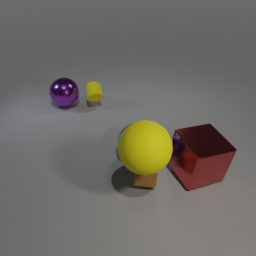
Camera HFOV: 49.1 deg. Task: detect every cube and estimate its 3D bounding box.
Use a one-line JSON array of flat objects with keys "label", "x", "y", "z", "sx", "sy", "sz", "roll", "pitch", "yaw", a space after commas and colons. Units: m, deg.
[{"label": "cube", "x": 0.573, "y": 1.402, "z": 8.847, "sx": 0.700, "sy": 0.700, "sz": 0.700, "roll": 4, "pitch": 12, "yaw": 7}, {"label": "cube", "x": 2.287, "y": 0.883, "z": 8.966, "sx": 1.400, "sy": 1.400, "sz": 1.400, "roll": -9, "pitch": 40, "yaw": -22}]

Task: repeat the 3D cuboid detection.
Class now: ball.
[{"label": "ball", "x": -3.028, "y": -1.700, "z": 13.361, "sx": 1.400, "sy": 1.400, "sz": 1.400, "roll": 0, "pitch": 32, "yaw": 0}, {"label": "ball", "x": 0.436, "y": 0.503, "z": 7.219, "sx": 1.400, "sy": 1.400, "sz": 1.400, "roll": 0, "pitch": 32, "yaw": 0}, {"label": "ball", "x": 0.335, "y": 0.504, "z": 9.803, "sx": 1.400, "sy": 1.400, "sz": 1.400, "roll": 0, "pitch": 32, "yaw": 0}]

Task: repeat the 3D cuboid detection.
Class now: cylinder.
[{"label": "cylinder", "x": -1.601, "y": -1.712, "z": 13.228, "sx": 0.700, "sy": 0.700, "sz": 0.700, "roll": -7, "pitch": 64, "yaw": -11}]
